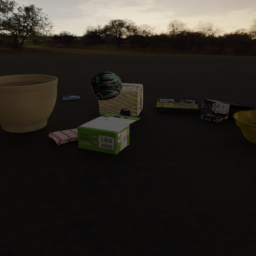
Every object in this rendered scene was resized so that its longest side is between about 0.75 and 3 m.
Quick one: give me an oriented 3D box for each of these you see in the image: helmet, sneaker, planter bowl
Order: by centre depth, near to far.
[{"bbox_3d":[4.704,0.056,9.759,2.045,0.852,2.045,0,18,0],"label":"planter bowl"},{"bbox_3d":[-0.726,-1.526,9.994,0.998,1.047,1.047,-17,17,9],"label":"helmet"},{"bbox_3d":[-4.179,-0.952,11.052,2.860,1.925,2.860,0,18,0],"label":"planter bowl"},{"bbox_3d":[-0.088,-0.450,11.602,0.453,0.626,1.282,-2,20,-13],"label":"sneaker"}]

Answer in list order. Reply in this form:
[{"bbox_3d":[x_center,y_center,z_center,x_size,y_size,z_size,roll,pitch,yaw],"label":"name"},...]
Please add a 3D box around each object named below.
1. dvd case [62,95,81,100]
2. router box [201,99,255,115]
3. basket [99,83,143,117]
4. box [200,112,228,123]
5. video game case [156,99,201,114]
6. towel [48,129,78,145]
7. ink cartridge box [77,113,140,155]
[{"bbox_3d":[-3.293,-1.763,16.253,1.032,0.091,0.736,-5,18,-13],"label":"dvd case"},{"bbox_3d":[4.464,-0.905,12.579,1.863,0.476,1.389,6,11,-9],"label":"router box"},{"bbox_3d":[-0.337,-1.304,13.006,1.980,1.342,1.221,2,21,7],"label":"basket"},{"bbox_3d":[3.793,-0.486,12.318,1.005,0.219,0.805,-16,25,-39],"label":"box"},{"bbox_3d":[2.499,-1.116,14.095,2.087,0.266,1.886,3,19,8],"label":"video game case"},{"bbox_3d":[-2.094,0.285,10.163,1.331,0.199,0.974,-10,21,-33],"label":"towel"},{"bbox_3d":[-0.579,0.126,9.725,1.467,0.752,1.985,8,19,25],"label":"ink cartridge box"}]
